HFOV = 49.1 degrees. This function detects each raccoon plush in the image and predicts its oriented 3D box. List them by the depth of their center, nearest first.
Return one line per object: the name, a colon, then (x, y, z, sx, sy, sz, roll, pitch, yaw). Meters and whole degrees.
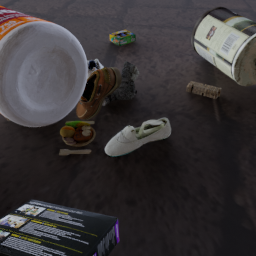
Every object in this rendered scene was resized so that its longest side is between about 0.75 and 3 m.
raccoon plush: (-0.234, -1.425, 8.974, 0.780, 1.080, 1.611, 25, 45, 28)

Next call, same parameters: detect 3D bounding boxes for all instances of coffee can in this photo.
coffee can: (3.870, -3.032, 10.255, 1.983, 1.983, 2.709, -13, 41, -16)

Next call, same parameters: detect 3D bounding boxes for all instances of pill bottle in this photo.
pill bottle: (-1.939, -1.120, 4.393, 2.546, 1.438, 1.438, 29, 47, 35)

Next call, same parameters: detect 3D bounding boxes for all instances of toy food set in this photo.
toy food set: (-1.377, 0.149, 7.659, 0.971, 0.282, 1.407, -2, 39, -2)

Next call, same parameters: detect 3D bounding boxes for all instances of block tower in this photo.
block tower: (2.541, -1.284, 9.428, 1.101, 0.297, 0.318, 16, 42, 20)

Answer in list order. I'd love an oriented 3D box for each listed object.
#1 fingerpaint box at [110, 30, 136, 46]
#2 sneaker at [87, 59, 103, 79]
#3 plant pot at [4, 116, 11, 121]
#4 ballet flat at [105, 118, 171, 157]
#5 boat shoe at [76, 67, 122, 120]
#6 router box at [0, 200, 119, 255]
fingerpaint box: (-0.250, -4.217, 13.021, 0.948, 0.348, 0.791, -25, 45, -27)
sneaker: (-1.100, -1.945, 9.583, 0.873, 1.020, 2.343, -13, 32, -5)
plant pot: (-3.044, -1.125, 8.250, 1.708, 1.866, 1.866, -30, 46, -16)
ballet flat: (0.276, 0.147, 7.388, 1.954, 0.678, 0.678, -17, 42, -20)
boat shoe: (-0.725, -0.640, 5.283, 0.511, 1.503, 0.541, -9, 64, -39)
router box: (-1.352, 1.870, 4.644, 2.002, 0.511, 1.493, 4, 14, 24)
